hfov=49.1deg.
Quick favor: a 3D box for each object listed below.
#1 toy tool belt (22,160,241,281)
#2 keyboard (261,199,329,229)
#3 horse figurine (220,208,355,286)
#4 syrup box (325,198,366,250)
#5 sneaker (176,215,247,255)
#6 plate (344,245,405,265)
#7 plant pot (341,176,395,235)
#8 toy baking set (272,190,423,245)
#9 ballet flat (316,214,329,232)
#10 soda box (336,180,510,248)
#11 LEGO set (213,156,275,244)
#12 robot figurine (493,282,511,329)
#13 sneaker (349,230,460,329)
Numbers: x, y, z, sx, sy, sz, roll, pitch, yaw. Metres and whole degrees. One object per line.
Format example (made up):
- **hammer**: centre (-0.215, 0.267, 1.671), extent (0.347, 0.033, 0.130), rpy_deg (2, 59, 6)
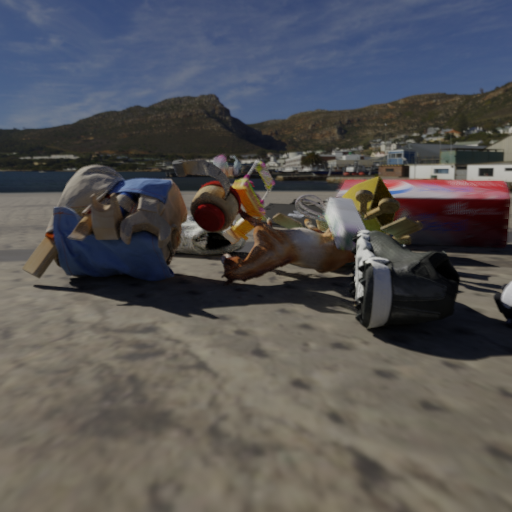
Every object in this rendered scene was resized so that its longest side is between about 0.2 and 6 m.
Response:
- **toy tool belt**: centre (-1.887, -0.283, 8.544), extent (3.068, 1.916, 1.886), rpy_deg (0, 40, 19)
- **keyboard**: centre (1.485, -1.097, 17.523), extent (3.628, 0.719, 1.888), rpy_deg (11, 36, 46)
- **horse figurine**: centre (0.710, -0.239, 9.137), extent (2.761, 0.689, 1.830), rpy_deg (5, 35, -15)
- **syrup box**: centre (1.391, -0.514, 8.800), extent (0.390, 0.377, 0.958), rpy_deg (3, 35, -8)
- **sneaker**: centre (-1.320, -0.384, 11.481), extent (2.204, 0.828, 0.893), rpy_deg (0, 17, 7)
- **plate**: centre (1.551, -0.123, 10.970), extent (2.663, 0.340, 2.663), rpy_deg (0, 8, 0)
- **plant pot**: centre (2.267, -0.960, 11.794), extent (0.961, 0.940, 0.933), rpy_deg (-8, -41, 39)
- **toy baking set**: centre (1.671, -0.619, 10.152), extent (2.494, 0.290, 1.914), rpy_deg (-6, -32, 28)
- **ballet flat**: centre (1.499, -0.458, 11.020), extent (0.558, 0.516, 1.582), rpy_deg (5, -5, 18)
- **soda box**: centre (3.862, -1.044, 13.199), extent (3.796, 1.203, 1.329), rpy_deg (2, 27, 19)
- **LEGO set**: centre (-0.131, -0.955, 9.580), extent (0.915, 1.989, 0.740), rpy_deg (18, 58, 19)
- **robot figurine**: centre (3.011, 0.539, 6.081), extent (0.501, 0.603, 0.803), rpy_deg (15, -1, -31)
- **sneaker**: centre (1.777, 0.262, 6.817), extent (1.214, 0.892, 2.684), rpy_deg (4, 12, 6)
